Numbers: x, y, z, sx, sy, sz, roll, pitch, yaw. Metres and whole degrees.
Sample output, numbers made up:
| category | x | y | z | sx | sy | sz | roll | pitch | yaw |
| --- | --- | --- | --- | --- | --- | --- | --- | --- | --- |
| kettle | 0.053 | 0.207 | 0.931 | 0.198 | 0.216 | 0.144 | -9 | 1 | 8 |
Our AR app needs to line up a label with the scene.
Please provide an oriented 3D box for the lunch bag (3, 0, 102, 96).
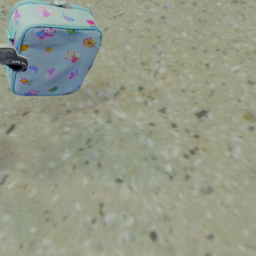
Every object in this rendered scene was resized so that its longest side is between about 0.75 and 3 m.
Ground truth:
| category | x | y | z | sx | sy | sz | roll | pitch | yaw |
| --- | --- | --- | --- | --- | --- | --- | --- | --- | --- |
| lunch bag | -1.877 | -1.809 | 6.661 | 2.028 | 2.529 | 0.975 | -5 | 61 | -32 |

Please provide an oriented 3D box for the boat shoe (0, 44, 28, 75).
| category | x | y | z | sx | sy | sz | roll | pitch | yaw |
| --- | --- | --- | --- | --- | --- | --- | --- | --- | --- |
| boat shoe | -1.959 | -1.080 | 4.770 | 0.400 | 1.100 | 0.345 | -9 | 86 | -7 |
